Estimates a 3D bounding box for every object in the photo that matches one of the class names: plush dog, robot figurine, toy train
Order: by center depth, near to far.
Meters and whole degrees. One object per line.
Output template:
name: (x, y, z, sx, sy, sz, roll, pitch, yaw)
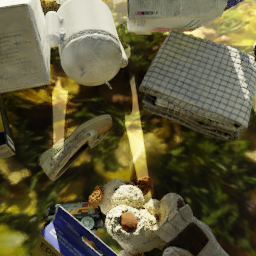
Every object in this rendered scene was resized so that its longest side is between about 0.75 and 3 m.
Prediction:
plush dog: (0.043, 1.730, 5.821, 1.847, 1.482, 1.586, -3, 41, -35)
toy train: (-1.162, 1.936, 5.995, 1.252, 0.534, 0.714, -5, 49, 0)
robot figurine: (-1.073, -2.351, 7.656, 2.448, 1.630, 2.887, 8, 55, -34)

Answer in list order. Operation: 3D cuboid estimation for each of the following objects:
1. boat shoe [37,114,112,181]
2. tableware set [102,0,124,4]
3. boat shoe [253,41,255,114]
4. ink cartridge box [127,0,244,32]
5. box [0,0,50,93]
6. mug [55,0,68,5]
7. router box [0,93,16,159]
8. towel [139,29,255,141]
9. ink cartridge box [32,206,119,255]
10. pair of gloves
boat shoe: (-1.141, 0.440, 6.711, 2.032, 0.745, 0.637, -37, 72, -7)
tableware set: (0.020, -5.071, 9.702, 2.835, 0.435, 1.910, -33, 71, -24)
boat shoe: (2.488, -0.337, 4.214, 0.963, 2.581, 0.803, 14, 64, 47)
ink cartridge box: (1.419, -2.994, 7.544, 2.919, 2.866, 0.632, 0, 103, 0)
box: (-3.540, -2.284, 6.961, 2.871, 1.876, 2.856, -12, 39, -6)
mug: (-2.072, -4.811, 9.454, 1.021, 0.838, 0.818, -33, 66, -17)
router box: (-4.378, 0.125, 6.832, 2.741, 0.700, 2.045, -20, 63, -10)
towel: (1.840, -1.085, 7.286, 2.691, 1.152, 2.228, 21, 65, 9)
ink cartridge box: (-0.928, 2.594, 4.974, 1.779, 1.801, 0.423, 33, 32, 18)
pair of gloves: (0.817, 2.657, 5.110, 2.132, 0.374, 1.813, -39, 95, -6)
